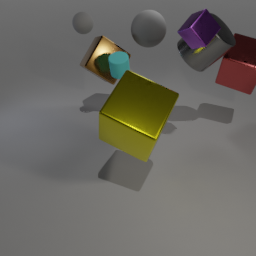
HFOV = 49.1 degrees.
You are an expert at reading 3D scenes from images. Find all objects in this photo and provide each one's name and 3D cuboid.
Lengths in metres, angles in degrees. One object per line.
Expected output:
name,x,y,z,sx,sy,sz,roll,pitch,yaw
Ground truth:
ball,0.812,-3.900,11.037,1.400,1.400,1.400,0,30,0
cylinder,2.645,-2.874,9.517,1.400,1.400,1.400,23,49,-29
cube,0.213,-0.258,6.851,1.400,1.400,1.400,26,64,7
cube,1.935,-2.682,7.658,0.700,0.700,0.700,-51,21,-6
cube,-0.968,-2.791,11.536,1.400,1.400,1.400,29,4,-23
cylinder,-0.304,-2.217,9.906,0.700,0.700,0.700,-3,51,4
ball,-1.497,-3.482,9.299,0.700,0.700,0.700,0,30,0
cube,4.245,-2.357,10.355,1.400,1.400,1.400,23,64,16
